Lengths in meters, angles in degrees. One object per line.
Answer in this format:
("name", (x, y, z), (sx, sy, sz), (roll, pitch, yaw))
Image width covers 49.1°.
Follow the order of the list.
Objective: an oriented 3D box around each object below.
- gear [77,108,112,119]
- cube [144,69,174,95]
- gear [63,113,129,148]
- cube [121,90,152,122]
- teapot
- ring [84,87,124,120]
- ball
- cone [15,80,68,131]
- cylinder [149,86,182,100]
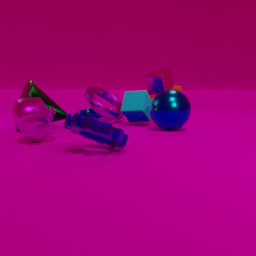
("gear", (-1.275, -0.556, 10.737), (1.313, 0.243, 1.313), (-4, -5, 0))
("cube", (1.145, -1.682, 10.260), (0.737, 0.737, 0.737), (-1, 25, 36))
("gear", (-0.640, 0.072, 5.659), (1.298, 0.240, 1.298), (17, -13, 4))
("cube", (0.316, -0.716, 9.449), (0.779, 0.779, 0.779), (-1, -28, 25))
("teapot", (-2.172, -0.258, 6.750), (0.874, 1.110, 1.785), (-26, 1, -6))
("ring", (-0.818, -0.906, 10.136), (1.666, 0.333, 1.666), (30, 27, -16))
("ball", (1.270, -0.546, 8.414), (1.237, 1.237, 1.237), (0, 9, 0))
("cone", (-2.493, -0.516, 8.743), (1.568, 1.562, 1.562), (15, 0, -31))
("cylinder", (1.537, -1.078, 11.603), (1.308, 1.308, 1.308), (0, 8, 0))
